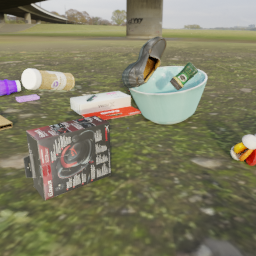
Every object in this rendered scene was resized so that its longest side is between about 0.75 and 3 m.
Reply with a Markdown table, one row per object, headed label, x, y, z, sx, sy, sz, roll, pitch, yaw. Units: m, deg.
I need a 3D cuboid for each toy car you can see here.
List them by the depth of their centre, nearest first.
| label | x | y | z | sx | sy | sz | roll | pitch | yaw |
| --- | --- | --- | --- | --- | --- | --- | --- | --- | --- |
| toy car | 3.365 | 0.634 | 7.526 | 1.007 | 0.882 | 0.755 | -8 | 58 | -22 |

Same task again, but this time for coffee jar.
| label | x | y | z | sx | sy | sz | roll | pitch | yaw |
| --- | --- | --- | --- | --- | --- | --- | --- | --- | --- |
| coffee jar | 1.634 | -1.506 | 8.227 | 0.818 | 0.426 | 0.349 | -43 | 4 | 5 |

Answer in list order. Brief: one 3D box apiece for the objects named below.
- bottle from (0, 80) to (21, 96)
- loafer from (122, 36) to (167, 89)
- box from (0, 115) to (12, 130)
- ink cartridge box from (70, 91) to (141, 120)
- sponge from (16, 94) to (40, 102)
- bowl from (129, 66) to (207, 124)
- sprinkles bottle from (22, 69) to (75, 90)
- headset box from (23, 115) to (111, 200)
| label | x | y | z | sx | sy | sz | roll | pitch | yaw |
| --- | --- | --- | --- | --- | --- | --- | --- | --- | --- |
| bottle | -6.578 | -1.939 | 13.811 | 2.377 | 0.776 | 0.993 | -13 | 15 | -31 |
| loafer | 0.802 | -2.296 | 9.785 | 0.892 | 0.898 | 2.467 | 10 | 59 | 42 |
| box | -5.363 | -0.180 | 10.177 | 1.606 | 0.209 | 1.965 | -19 | 28 | -40 |
| ink cartridge box | -0.917 | -0.957 | 11.737 | 2.423 | 0.528 | 2.103 | -12 | 23 | -28 |
| sponge | -4.798 | -1.423 | 13.400 | 0.974 | 0.145 | 0.543 | -13 | 25 | -31 |
| bowl | 1.476 | -1.173 | 10.566 | 2.884 | 1.508 | 2.884 | -5 | 30 | 3 |
| sprinkles bottle | -2.450 | -1.497 | 8.806 | 0.601 | 0.601 | 1.761 | 12 | 12 | 28 |
| headset box | -1.385 | 0.639 | 6.431 | 1.945 | 1.446 | 0.730 | -16 | 26 | -34 |
